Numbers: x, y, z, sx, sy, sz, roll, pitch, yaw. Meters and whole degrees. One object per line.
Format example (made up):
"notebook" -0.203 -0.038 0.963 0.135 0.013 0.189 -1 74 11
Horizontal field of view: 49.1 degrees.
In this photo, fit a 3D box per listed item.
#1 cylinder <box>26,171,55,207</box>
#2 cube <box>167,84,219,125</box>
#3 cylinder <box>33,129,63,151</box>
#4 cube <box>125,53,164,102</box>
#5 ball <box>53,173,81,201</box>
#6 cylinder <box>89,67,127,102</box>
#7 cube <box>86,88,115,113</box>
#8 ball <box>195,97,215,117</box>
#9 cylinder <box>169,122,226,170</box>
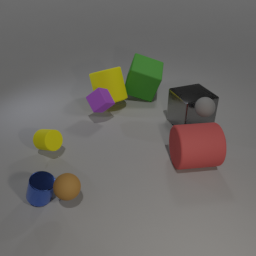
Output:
"cylinder" -2.389 1.661 7.666 0.700 0.700 0.700 15 36 -12
"cube" 2.488 -0.767 11.007 1.400 1.400 1.400 -11 34 -17
"cylinder" -2.642 0.393 9.239 0.700 0.700 0.700 1 27 39
"cube" 0.706 -2.307 12.865 1.400 1.400 1.400 17 47 -6
"ball" -1.567 1.510 7.207 0.700 0.700 0.700 0 32 0
"cylinder" -0.848 -1.829 12.220 1.400 1.400 1.400 -13 12 3
"cube" -1.072 -1.077 10.936 0.700 0.700 0.700 62 23 11
"ball" 2.676 -0.725 9.749 0.700 0.700 0.700 0 32 0
"cylinder" 2.158 0.563 8.891 1.400 1.400 1.400 -4 33 -7
